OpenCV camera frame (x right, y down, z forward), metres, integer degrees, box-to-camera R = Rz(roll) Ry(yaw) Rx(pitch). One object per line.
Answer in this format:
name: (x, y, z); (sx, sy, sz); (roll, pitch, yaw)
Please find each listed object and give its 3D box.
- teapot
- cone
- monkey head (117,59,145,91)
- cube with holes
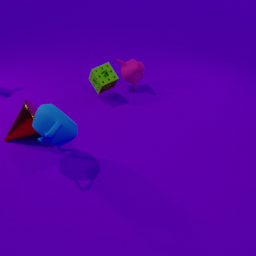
teapot: (-1.907, -0.007, 7.115); (0.919, 1.167, 1.877); (-50, 15, -4)
cone: (-3.200, 0.032, 8.404); (1.280, 1.275, 1.275); (-35, 42, -2)
monkey head: (0.183, -2.179, 10.753); (0.847, 1.406, 1.012); (-33, 9, -8)
cube with holes: (-0.887, -1.788, 10.135); (0.710, 0.710, 0.710); (-29, 83, -23)
